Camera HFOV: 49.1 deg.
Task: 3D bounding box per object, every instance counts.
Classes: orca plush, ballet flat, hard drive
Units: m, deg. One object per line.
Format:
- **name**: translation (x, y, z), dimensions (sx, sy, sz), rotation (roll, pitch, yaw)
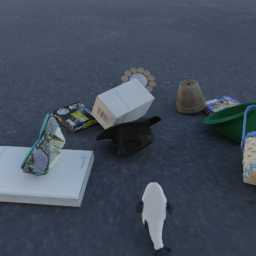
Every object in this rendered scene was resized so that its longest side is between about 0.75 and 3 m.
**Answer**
- **orca plush**: translation (0.663, 1.930, 6.135), dimensions (0.787, 0.532, 1.496), rotation (-21, 78, 9)
- **ballet flat**: translation (-2.257, 0.482, 7.946), dimensions (0.891, 0.891, 2.478), rotation (0, 33, 0)
- **hard drive**: translation (-2.536, 1.243, 7.690), dimensions (2.875, 0.384, 1.896), rotation (3, 34, 4)

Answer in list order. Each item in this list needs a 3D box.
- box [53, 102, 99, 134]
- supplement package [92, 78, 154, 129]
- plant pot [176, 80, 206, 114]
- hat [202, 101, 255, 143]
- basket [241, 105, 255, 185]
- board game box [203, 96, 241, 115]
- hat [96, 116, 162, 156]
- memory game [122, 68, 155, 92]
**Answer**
- **box**: translation (-1.874, -0.416, 10.220), dimensions (1.132, 0.313, 1.413), rotation (-25, 41, -32)
- **supplement package**: translation (-0.173, -0.768, 9.744), dimensions (1.820, 1.067, 1.064), rotation (-30, 70, -34)
- **plant pot**: translation (2.361, -1.259, 10.687), dimensions (1.139, 0.989, 1.139), rotation (-11, 31, 7)
- **hat**: translation (3.844, 0.390, 9.146), dimensions (1.971, 2.095, 2.380), rotation (-23, 6, -18)
- **basket**: translation (3.972, 0.506, 7.458), dimensions (1.972, 1.555, 2.236), rotation (15, 71, 20)
- **board game box**: translation (3.635, -0.831, 10.903), dimensions (1.400, 0.241, 0.948), rotation (-16, 37, -22)
- **hat**: translation (0.125, 0.359, 8.443), dimensions (2.113, 2.113, 0.853), rotation (-14, 80, -20)
- **memory game**: translation (0.441, -2.002, 12.077), dimensions (1.490, 0.095, 1.490), rotation (3, 64, -5)
